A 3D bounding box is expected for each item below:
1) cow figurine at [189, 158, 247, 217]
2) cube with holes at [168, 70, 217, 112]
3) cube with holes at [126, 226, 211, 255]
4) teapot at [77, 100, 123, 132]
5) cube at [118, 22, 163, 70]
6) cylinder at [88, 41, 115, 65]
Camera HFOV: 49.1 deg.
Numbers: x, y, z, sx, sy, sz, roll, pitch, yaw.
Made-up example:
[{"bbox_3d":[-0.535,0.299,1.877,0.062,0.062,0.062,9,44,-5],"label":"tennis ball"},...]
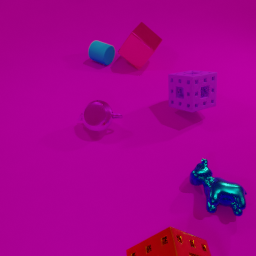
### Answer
[{"bbox_3d":[2.138,1.368,6.695,1.320,0.725,1.299,5,47,10],"label":"cow figurine"},{"bbox_3d":[1.987,-1.173,8.676,1.039,1.039,1.039,-15,21,-30],"label":"cube with holes"},{"bbox_3d":[0.780,2.560,4.839,1.088,1.088,1.088,31,33,-33],"label":"cube with holes"},{"bbox_3d":[-0.903,-0.327,8.327,1.521,0.745,0.946,-2,79,15],"label":"teapot"},{"bbox_3d":[0.470,-3.153,10.778,1.091,1.091,1.091,38,46,-8],"label":"cube"},{"bbox_3d":[-1.041,-2.991,11.136,0.782,0.782,0.782,25,49,24],"label":"cylinder"}]
